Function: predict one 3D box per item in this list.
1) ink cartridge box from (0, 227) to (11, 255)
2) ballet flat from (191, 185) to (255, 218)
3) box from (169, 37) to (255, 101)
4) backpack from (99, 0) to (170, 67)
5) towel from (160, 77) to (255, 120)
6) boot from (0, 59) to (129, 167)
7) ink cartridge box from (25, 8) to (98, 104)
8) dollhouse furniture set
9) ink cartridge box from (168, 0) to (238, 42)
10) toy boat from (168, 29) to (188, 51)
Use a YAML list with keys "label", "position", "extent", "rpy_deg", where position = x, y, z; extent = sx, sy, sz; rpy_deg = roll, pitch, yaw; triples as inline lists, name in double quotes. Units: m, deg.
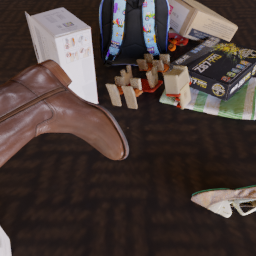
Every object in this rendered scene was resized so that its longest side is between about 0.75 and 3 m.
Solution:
- label: "ink cartridge box"
  position: [-2.939, 1.970, 4.527]
  extent: [1.500, 2.060, 0.873]
  rpy_deg: [-14, 46, -14]
- label: "ballet flat"
  position: [2.251, 1.591, 6.020]
  extent: [1.733, 0.590, 0.583]
  rpy_deg: [-6, 55, -5]
- label: "box"
  position: [2.992, -2.064, 9.280]
  extent: [2.133, 0.650, 2.646]
  rpy_deg: [29, 51, 34]
- label: "backpack"
  position: [0.214, -3.694, 9.813]
  extent: [2.536, 2.778, 1.869]
  rpy_deg: [1, 44, 3]
- label: "towel"
  position: [2.715, -1.223, 9.032]
  extent: [2.874, 0.336, 2.192]
  rpy_deg: [15, 46, 15]
- label: "boot"
  position: [-1.402, 0.240, 4.083]
  extent: [2.269, 0.782, 2.434]
  rpy_deg: [44, 46, 3]
- label: "ink cartridge box"
  position: [-1.946, -2.080, 8.357]
  extent: [1.049, 2.501, 2.196]
  rpy_deg: [-26, 50, -24]
- label: "dollhouse furniture set"
  position: [0.791, -1.321, 8.747]
  extent: [2.170, 1.130, 2.193]
  rpy_deg: [12, 43, 36]
- label: "ink cartridge box"
  position: [2.534, -4.422, 11.213]
  extent: [2.349, 1.071, 2.852]
  rpy_deg: [3, 38, -33]
- label: "toy boat"
  position: [1.791, -3.412, 11.075]
  extent: [1.113, 0.727, 0.726]
  rpy_deg: [14, 0, -26]
